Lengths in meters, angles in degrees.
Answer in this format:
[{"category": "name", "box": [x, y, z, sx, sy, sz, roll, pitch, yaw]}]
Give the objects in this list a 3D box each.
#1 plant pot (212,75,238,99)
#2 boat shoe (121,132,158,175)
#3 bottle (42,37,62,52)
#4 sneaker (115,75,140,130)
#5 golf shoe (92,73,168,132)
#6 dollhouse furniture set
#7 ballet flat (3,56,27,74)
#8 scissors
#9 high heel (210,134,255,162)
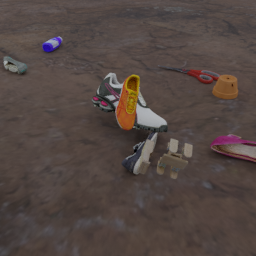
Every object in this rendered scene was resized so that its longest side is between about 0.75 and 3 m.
[{"category": "plant pot", "box": [3.774, -1.611, 10.742, 0.944, 0.660, 0.944, -1, 36, 1]}, {"category": "boat shoe", "box": [0.361, 0.571, 7.683, 0.515, 0.596, 1.641, 19, 42, 18]}, {"category": "bottle", "box": [-4.020, -4.546, 15.103, 0.599, 0.468, 1.435, 8, 36, 16]}, {"category": "sneaker", "box": [0.004, -0.616, 6.536, 0.493, 0.521, 1.350, 8, 75, -17]}, {"category": "golf shoe", "box": [0.105, -0.734, 8.491, 2.685, 1.182, 1.036, 29, 12, 23]}, {"category": "dollhouse furniture set", "box": [0.735, 0.697, 5.753, 0.936, 0.859, 0.609, 18, 48, -2]}, {"category": "ballet flat", "box": [-5.228, -2.811, 12.571, 1.679, 0.566, 0.535, 22, 50, 29]}, {"category": "scissors", "box": [2.717, -2.534, 12.528, 2.838, 0.198, 1.038, 27, 46, 35]}, {"category": "high heel", "box": [3.274, 0.656, 7.353, 1.016, 0.713, 2.118, -18, 32, -40]}]
